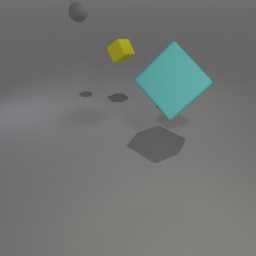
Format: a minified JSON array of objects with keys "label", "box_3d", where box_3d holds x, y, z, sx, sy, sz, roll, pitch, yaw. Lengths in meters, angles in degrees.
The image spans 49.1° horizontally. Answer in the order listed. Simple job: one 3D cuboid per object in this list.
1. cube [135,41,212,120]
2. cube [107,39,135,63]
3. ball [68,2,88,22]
[{"label":"cube","box_3d":[1.283,-1.245,7.584,1.400,1.400,1.400,49,18,6]},{"label":"cube","box_3d":[-0.282,-3.127,11.408,0.700,0.700,0.700,-27,-4,40]},{"label":"ball","box_3d":[-1.849,-4.286,10.360,0.700,0.700,0.700,0,30,0]}]
